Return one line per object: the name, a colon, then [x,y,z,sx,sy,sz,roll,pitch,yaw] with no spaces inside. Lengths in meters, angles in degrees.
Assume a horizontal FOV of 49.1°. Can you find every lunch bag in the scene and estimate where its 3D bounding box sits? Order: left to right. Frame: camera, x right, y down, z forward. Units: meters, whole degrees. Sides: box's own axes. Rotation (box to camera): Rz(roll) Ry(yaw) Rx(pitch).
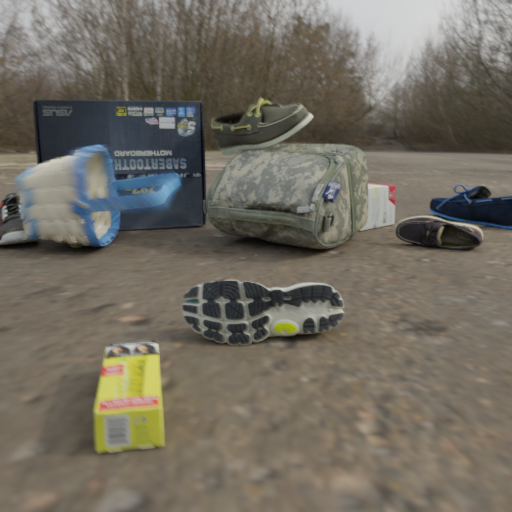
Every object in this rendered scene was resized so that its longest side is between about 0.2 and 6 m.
lunch bag: [0.677,-1.147,11.439,2.873,2.002,2.409,9,28,32]

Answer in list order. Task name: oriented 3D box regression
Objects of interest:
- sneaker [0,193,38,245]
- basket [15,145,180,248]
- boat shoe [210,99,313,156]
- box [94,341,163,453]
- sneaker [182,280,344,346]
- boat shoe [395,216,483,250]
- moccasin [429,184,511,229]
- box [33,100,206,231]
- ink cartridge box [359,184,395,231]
sneaker: [-5.233,-0.823,11.903,0.929,0.988,2.412,-7,15,-27]
basket: [-3.050,-1.230,11.243,2.805,1.951,2.473,-9,15,5]
boat shoe: [0.001,-2.803,11.879,2.792,0.835,0.998,-1,36,51]
box: [-1.097,1.169,4.903,0.537,0.358,1.427,-2,14,-10]
sneaker: [0.071,0.685,6.677,1.912,0.741,0.762,3,-6,-8]
boat shoe: [3.641,-0.441,11.180,1.706,0.614,0.553,10,11,16]
moccasin: [5.675,-1.324,14.090,1.118,0.947,2.779,-11,17,-38]
box: [-3.078,-2.102,13.041,3.737,2.947,0.953,-3,13,-14]
ink cartridge box: [2.555,-1.200,13.481,1.353,0.983,0.978,-11,17,-41]
